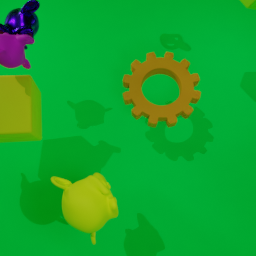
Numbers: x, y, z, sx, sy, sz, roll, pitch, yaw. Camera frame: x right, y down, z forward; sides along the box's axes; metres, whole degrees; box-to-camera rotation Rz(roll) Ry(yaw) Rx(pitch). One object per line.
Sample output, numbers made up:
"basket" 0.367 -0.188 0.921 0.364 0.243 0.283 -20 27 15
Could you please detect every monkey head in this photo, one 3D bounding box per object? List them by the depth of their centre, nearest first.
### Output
"monkey head" -0.734 1.317 5.150 0.927 1.107 1.539 -28 108 -3
"monkey head" -2.084 -1.415 5.163 0.728 1.012 0.610 1 88 22
"monkey head" -2.457 -2.232 6.062 1.376 0.990 0.829 -19 70 39

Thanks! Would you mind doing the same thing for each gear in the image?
"gear" 0.812 -0.958 6.919 1.875 0.347 1.875 0 75 1

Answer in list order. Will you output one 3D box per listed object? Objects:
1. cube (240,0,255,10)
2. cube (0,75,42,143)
"cube" 2.838 -3.237 6.277 0.765 0.765 0.765 -25 76 -50
"cube" -2.570 -0.361 6.021 1.195 1.195 1.195 -3 81 -8
